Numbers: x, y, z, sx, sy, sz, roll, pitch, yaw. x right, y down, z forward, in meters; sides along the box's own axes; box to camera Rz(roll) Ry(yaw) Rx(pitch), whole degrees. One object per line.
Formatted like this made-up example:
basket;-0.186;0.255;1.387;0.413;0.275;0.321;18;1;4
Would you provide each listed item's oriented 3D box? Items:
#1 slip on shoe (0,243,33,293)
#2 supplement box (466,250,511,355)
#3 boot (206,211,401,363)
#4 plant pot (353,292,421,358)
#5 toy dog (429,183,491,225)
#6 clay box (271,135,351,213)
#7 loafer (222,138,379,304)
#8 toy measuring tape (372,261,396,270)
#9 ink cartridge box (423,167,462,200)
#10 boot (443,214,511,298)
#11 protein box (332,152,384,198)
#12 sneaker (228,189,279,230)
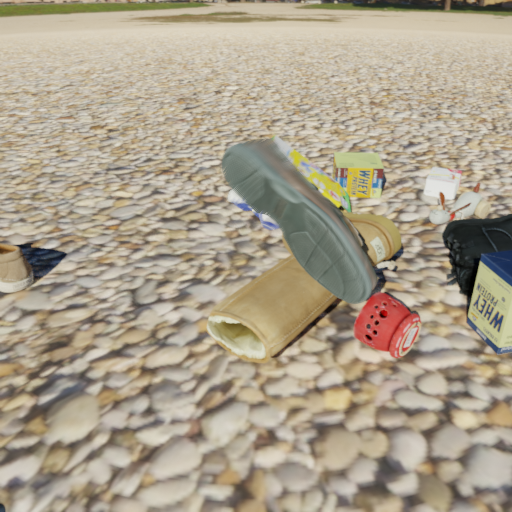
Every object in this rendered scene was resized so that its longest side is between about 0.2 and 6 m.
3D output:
slip on shoe;-5.395;-0.035;10.952;2.567;0.778;0.976;19;34;31
supplement box;4.335;0.692;9.013;1.364;1.363;0.916;-7;29;-12
boot;0.456;0.338;9.836;3.420;1.131;2.996;-35;17;-29
plant pot;2.082;1.114;8.796;0.867;0.867;0.790;-25;42;-37
toy dog;4.827;-1.246;13.153;1.078;0.788;1.635;21;35;33
clay box;1.187;-1.805;13.439;2.415;0.575;1.388;36;26;-12
loafer;0.821;-0.684;8.563;3.100;1.114;0.975;47;54;9
toy measuring tape;1.912;0.443;10.139;1.422;0.523;0.523;-13;17;37
ink cartridge box;4.922;-1.924;14.743;0.780;0.448;1.074;13;31;22
boot;4.941;-0.045;10.785;2.633;0.974;2.158;-3;26;10
protein box;2.646;-2.138;14.739;1.209;0.822;1.218;2;29;3
sneaker;-0.017;-1.286;13.293;1.132;0.792;1.960;-33;50;25
